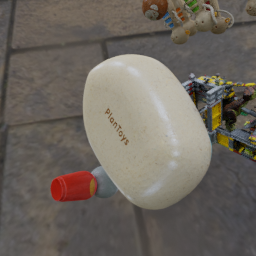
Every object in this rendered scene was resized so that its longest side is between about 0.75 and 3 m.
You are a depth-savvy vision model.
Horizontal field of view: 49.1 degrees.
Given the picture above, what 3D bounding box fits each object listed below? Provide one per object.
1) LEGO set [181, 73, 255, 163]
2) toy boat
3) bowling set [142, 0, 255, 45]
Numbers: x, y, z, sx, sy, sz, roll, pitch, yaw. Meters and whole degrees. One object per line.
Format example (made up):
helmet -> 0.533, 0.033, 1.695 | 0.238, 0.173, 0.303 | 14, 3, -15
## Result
LEGO set -> 2.205, -0.493, 5.406 | 1.878, 1.415, 2.442 | -26, 35, -19
toy boat -> -0.068, 0.254, 3.800 | 1.142, 2.457, 2.066 | 2, 51, -45
bowling set -> 1.349, -2.547, 6.379 | 2.042, 2.934, 1.575 | -35, 102, -14
